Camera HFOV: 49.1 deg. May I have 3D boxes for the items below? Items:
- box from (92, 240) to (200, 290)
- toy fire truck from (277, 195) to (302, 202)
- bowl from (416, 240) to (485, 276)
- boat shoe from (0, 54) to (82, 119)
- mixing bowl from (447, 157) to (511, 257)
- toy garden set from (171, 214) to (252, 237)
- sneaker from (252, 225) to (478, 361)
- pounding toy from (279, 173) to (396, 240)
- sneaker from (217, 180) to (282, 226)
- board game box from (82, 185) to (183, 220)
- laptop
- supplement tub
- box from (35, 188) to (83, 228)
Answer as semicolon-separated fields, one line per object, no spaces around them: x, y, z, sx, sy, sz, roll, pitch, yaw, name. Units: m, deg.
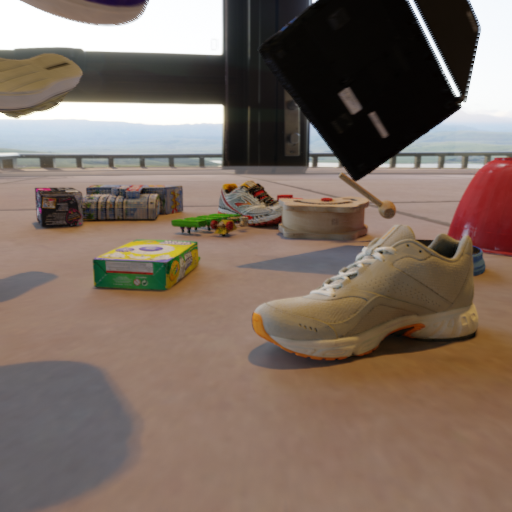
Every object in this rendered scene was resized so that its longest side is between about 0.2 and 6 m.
-1.282;0.062;6.976;0.908;0.374;1.548;2;10;8;box
1.069;-1.239;13.615;1.564;0.381;1.103;6;12;28;toy fire truck
2.287;0.012;7.437;1.426;0.280;1.426;0;11;0;bowl
-2.616;-1.824;6.296;0.685;0.590;1.902;35;29;2;boat shoe
4.471;-0.867;9.039;2.632;1.425;2.632;1;11;0;mixing bowl
-0.688;-0.583;10.586;1.192;0.285;1.430;4;11;31;toy garden set
0.911;0.228;4.558;2.068;0.951;0.783;-5;12;-25;sneaker
1.415;-0.956;10.002;2.081;1.194;1.190;2;16;11;pounding toy
-0.073;-1.095;11.555;0.838;0.885;2.154;-11;16;-43;sneaker
-2.819;-1.284;13.056;2.204;0.680;2.206;-2;11;-7;board game box
1.907;-3.268;8.427;3.151;2.793;1.628;-35;37;14;laptop
-1.000;-2.396;3.288;1.210;1.664;1.210;20;38;-16;supplement tub
-4.069;-1.007;11.547;0.829;0.720;1.254;-4;13;-26;box
